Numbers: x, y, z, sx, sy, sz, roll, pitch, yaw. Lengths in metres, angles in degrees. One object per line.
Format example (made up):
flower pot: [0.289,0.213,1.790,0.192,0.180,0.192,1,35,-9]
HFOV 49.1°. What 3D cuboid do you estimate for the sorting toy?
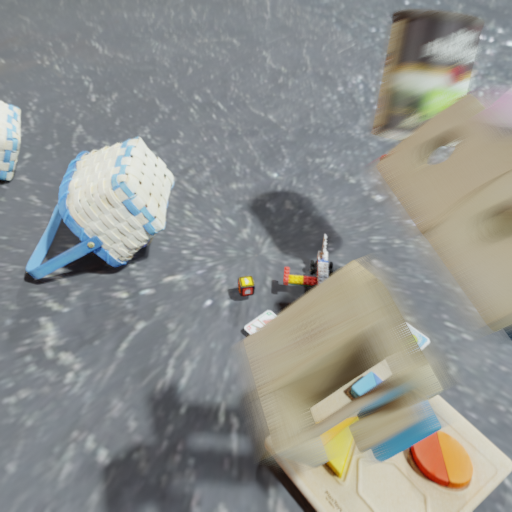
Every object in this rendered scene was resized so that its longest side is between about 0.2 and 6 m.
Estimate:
sorting toy: [1.640,2.277,5.630,1.997,0.398,2.702,-29,52,-25]

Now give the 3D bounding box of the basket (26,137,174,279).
basket: [-2.289,-0.629,8.098,2.076,1.444,1.830,-19,40,18]

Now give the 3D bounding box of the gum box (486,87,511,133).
gum box: [2.781,-1.217,4.298,1.857,0.614,1.054,-41,47,19]

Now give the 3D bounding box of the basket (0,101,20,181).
basket: [-4.996,-2.017,9.324,1.951,1.357,1.720,13,37,-28]

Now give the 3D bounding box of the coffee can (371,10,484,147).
coffee can: [1.935,-2.012,6.426,0.989,1.351,0.989,7,18,-2]

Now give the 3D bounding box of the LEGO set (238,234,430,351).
LEGO set: [0.854,0.727,7.194,1.735,0.570,2.323,-32,56,-29]

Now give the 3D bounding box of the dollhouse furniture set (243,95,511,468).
dollhouse furniture set: [0.946,0.281,3.123,1.705,1.202,1.195,-38,43,18]
